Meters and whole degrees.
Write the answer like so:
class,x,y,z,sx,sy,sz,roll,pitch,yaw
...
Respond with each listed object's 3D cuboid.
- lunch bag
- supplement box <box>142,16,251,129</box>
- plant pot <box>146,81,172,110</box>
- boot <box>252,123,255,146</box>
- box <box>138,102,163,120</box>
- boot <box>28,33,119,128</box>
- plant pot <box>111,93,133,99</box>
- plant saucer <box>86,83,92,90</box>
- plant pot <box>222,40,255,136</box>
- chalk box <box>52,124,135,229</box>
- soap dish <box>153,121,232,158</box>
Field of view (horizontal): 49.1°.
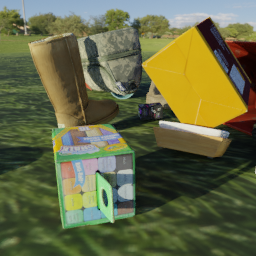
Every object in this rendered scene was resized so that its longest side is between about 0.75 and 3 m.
class,x,y,z,sx,sy,sz,roll,pitch,yaw
lunch bag,-0.590,-2.042,8.899,1.577,1.898,2.263,-24,22,-29
supplement box,1.878,-1.393,7.192,1.475,2.191,2.221,-30,9,34
plant pot,1.916,-1.959,12.084,2.189,1.900,2.189,1,20,0
boot,4.598,0.138,7.580,2.310,0.869,1.727,8,-9,-41
box,0.807,-0.600,10.041,0.812,0.496,0.431,-6,22,-6
boot,-1.359,-1.338,8.219,0.936,2.832,2.480,9,31,36
plant pot,-0.301,-2.108,13.700,1.272,1.272,1.246,-1,12,-4
plant saucer,-1.075,-2.594,14.368,2.454,0.450,2.449,-20,0,-5
plant pot,4.482,-1.384,9.636,2.412,2.737,2.734,2,16,-26
chalk box,-0.620,0.835,4.899,1.258,1.264,2.032,-5,18,-14
soap dish,1.609,0.279,6.972,1.666,0.677,1.311,10,1,28
